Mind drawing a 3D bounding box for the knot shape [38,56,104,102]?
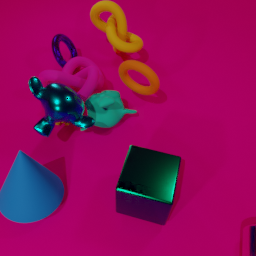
[{"bbox_3d":[-1.725,-1.454,8.435,1.879,0.928,2.008,-2,32,2],"label":"knot shape"}]

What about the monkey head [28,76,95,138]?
[{"bbox_3d":[-1.776,-0.418,6.950,1.831,1.103,1.317,37,72,-14],"label":"monkey head"}]

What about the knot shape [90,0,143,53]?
[{"bbox_3d":[-0.434,-3.235,9.003,0.897,1.817,1.942,-39,36,5],"label":"knot shape"}]

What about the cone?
[{"bbox_3d":[-2.339,1.063,6.450,1.574,1.580,1.574,3,41,-3],"label":"cone"}]

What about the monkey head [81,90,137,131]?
[{"bbox_3d":[-0.589,-0.471,7.840,1.715,1.034,1.234,-19,17,-9],"label":"monkey head"}]

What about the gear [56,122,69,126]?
[{"bbox_3d":[-1.917,-0.599,8.470,1.152,0.213,1.152,2,54,-3],"label":"gear"}]

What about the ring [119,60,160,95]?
[{"bbox_3d":[0.295,-1.349,7.613,1.228,1.228,0.246,25,67,15],"label":"ring"}]

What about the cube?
[{"bbox_3d":[0.463,1.348,6.606,1.242,1.242,1.242,13,52,8],"label":"cube"}]

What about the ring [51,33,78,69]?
[{"bbox_3d":[-2.024,-2.450,9.088,0.246,1.228,1.228,-13,54,25],"label":"ring"}]

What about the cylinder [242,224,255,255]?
[{"bbox_3d":[2.993,2.749,5.867,1.117,1.117,1.117,12,58,7],"label":"cylinder"}]
